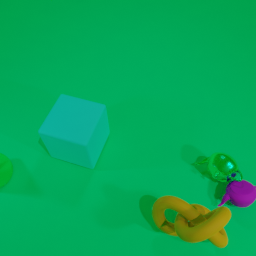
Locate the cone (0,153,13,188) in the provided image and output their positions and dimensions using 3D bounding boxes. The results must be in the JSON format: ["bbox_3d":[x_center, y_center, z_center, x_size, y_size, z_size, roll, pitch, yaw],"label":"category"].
[{"bbox_3d":[-3.233,1.041,6.597,0.946,0.949,0.946,2,86,-21],"label":"cone"}]

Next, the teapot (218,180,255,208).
[{"bbox_3d":[2.664,1.610,6.698,1.122,0.549,0.697,-13,33,-9],"label":"teapot"}]

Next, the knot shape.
[{"bbox_3d":[1.492,1.998,5.929,1.612,1.723,0.796,25,70,-36],"label":"knot shape"}]

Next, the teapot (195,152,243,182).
[{"bbox_3d":[2.250,0.986,6.894,0.605,0.768,1.235,-43,43,-21],"label":"teapot"}]

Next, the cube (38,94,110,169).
[{"bbox_3d":[-1.306,0.100,7.201,1.253,1.253,1.253,15,58,12],"label":"cube"}]
